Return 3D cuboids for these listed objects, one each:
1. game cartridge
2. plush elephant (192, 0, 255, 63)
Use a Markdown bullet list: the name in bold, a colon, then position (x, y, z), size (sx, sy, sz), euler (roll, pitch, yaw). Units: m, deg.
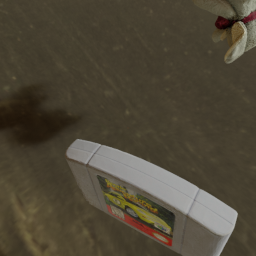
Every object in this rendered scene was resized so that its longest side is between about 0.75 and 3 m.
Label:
- **game cartridge**: position (0.201, 0.988, 3.810), size (2.293, 1.526, 0.469), euler (21, 52, 23)
- **plush elephant**: position (2.092, -2.188, 5.411), size (1.638, 1.540, 1.989), euler (-25, 34, -23)
